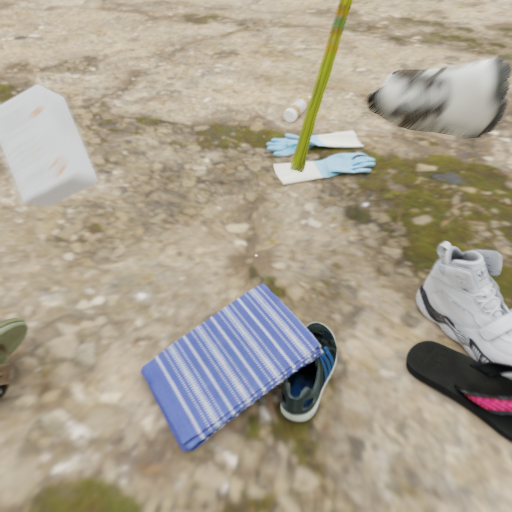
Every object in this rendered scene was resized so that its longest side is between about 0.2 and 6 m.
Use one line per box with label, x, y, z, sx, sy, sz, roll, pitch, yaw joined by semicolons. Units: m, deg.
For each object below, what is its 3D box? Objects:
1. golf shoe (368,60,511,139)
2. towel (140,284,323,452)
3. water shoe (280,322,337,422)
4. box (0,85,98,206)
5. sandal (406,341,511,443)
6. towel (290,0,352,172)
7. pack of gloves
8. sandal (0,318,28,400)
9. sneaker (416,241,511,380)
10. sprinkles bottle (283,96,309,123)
golf shoe;3.025;-2.668;9.731;1.509;1.242;3.195;1;6;-12
towel;-0.437;1.649;8.706;2.524;0.301;1.828;-34;45;-10
water shoe;0.893;1.654;8.837;0.709;0.783;1.984;9;40;11
box;-2.837;-1.448;7.500;0.820;1.318;0.643;-24;-5;11
sandal;3.637;2.030;8.488;2.855;0.643;1.072;26;46;28
towel;1.391;-3.555;11.150;0.334;3.695;1.590;18;20;3
pack of gloves;1.647;-2.754;14.446;2.642;0.521;2.219;-9;39;-10
sandal;-4.174;2.041;8.393;0.721;1.003;2.525;23;48;0
sneaker;3.812;0.862;9.247;0.972;1.486;2.586;-24;45;-26
sprinkles bottle;1.194;-4.310;16.436;0.388;0.388;1.137;18;43;20
